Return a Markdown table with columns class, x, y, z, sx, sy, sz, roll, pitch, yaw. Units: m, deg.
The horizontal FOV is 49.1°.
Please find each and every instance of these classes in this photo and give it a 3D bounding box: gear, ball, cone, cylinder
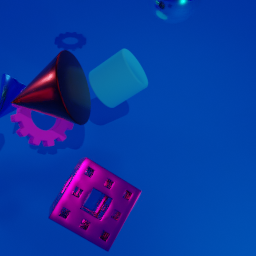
| class | x | y | z | sx | sy | sz | roll | pitch | yaw |
| --- | --- | --- | --- | --- | --- | --- | --- | --- | --- |
| gear | -2.007 | -0.306 | 6.717 | 0.272 | 1.472 | 1.472 | -6 | 38 | 49 |
| ball | 0.936 | -2.710 | 5.678 | 1.116 | 1.116 | 1.116 | 0 | 53 | 0 |
| cone | -1.669 | -0.633 | 5.466 | 1.438 | 1.432 | 1.432 | -11 | 51 | 13 |
| cylinder | -0.229 | -1.205 | 6.883 | 1.069 | 1.069 | 1.069 | -30 | 50 | 22 |
| cone | -2.948 | -0.626 | 6.935 | 1.006 | 1.006 | 1.009 | 25 | 75 | 18 |

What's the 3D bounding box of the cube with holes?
| class | x | y | z | sx | sy | sz | roll | pitch | yaw |
| --- | --- | --- | --- | --- | --- | --- | --- | --- | --- |
| cube with holes | -0.532 | 1.089 | 4.232 | 0.927 | 0.927 | 0.927 | 33 | 76 | -8 |
